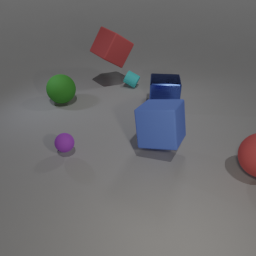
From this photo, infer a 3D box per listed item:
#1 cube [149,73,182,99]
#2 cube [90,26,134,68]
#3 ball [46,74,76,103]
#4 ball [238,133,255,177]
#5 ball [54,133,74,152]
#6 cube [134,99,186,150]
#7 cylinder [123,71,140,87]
[{"bbox_3d":[1.734,-1.679,13.301,1.400,1.400,1.400,3,31,4],"label":"cube"},{"bbox_3d":[-0.847,-4.195,14.592,1.400,1.400,1.400,14,18,-48],"label":"cube"},{"bbox_3d":[-3.234,-1.890,13.556,1.400,1.400,1.400,0,32,0],"label":"ball"},{"bbox_3d":[4.154,0.846,8.689,1.400,1.400,1.400,0,32,0],"label":"ball"},{"bbox_3d":[-2.269,0.524,10.003,0.700,0.700,0.700,0,32,0],"label":"ball"},{"bbox_3d":[1.165,-0.162,9.796,1.400,1.400,1.400,2,21,24],"label":"cube"},{"bbox_3d":[0.205,-2.684,15.377,0.700,0.700,0.700,29,36,1],"label":"cylinder"}]
